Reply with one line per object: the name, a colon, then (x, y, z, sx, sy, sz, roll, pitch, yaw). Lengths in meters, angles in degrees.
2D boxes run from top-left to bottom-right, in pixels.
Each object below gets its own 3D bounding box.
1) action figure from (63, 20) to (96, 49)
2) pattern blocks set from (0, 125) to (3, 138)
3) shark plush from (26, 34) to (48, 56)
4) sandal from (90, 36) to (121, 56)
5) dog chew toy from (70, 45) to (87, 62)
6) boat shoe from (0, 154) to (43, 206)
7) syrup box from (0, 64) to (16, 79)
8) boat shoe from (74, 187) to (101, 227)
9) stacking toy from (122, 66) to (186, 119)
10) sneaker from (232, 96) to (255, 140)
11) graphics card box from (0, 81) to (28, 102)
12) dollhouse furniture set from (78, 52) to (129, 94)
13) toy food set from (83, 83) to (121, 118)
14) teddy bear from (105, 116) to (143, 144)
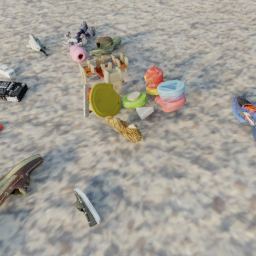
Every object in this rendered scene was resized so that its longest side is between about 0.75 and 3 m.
action figure: (-2.577, -4.758, 14.650, 1.365, 0.728, 2.099, 23, 53, 13)
pattern blocks set: (-5.336, 0.382, 10.124, 1.427, 0.116, 1.254, -5, 47, -5)
shark plush: (-4.509, -4.237, 14.274, 1.678, 0.762, 0.699, 33, 24, 33)
sandal: (-1.145, -4.111, 13.606, 1.095, 0.787, 2.758, -3, 32, 19)
dog chew toy: (-2.470, -3.673, 13.622, 0.736, 0.736, 1.182, -20, 42, -18)
boat shoe: (-3.395, 1.729, 8.495, 0.856, 0.858, 2.380, 47, 46, 0)
syrup box: (-5.558, -2.598, 12.829, 0.810, 0.330, 0.319, 27, 53, 25)
boat shoe: (-1.269, 2.275, 8.102, 0.369, 0.448, 1.305, -28, 55, -24)
stacking toy: (0.915, -1.488, 10.874, 2.196, 1.025, 2.426, -23, 33, -16)
sneaker: (4.771, -0.440, 10.325, 0.926, 0.964, 2.457, -15, 48, -15)
graphics card box: (-5.103, -1.564, 11.807, 1.473, 0.375, 0.924, 4, 46, 6)
dollhouse furniture set: (-0.915, -2.363, 12.357, 2.062, 1.062, 2.040, -17, 37, -16)
toy food set: (-1.163, -1.019, 10.577, 0.722, 1.300, 2.210, -3, 3, 35)
teddy bear: (-0.118, -0.036, 9.747, 0.573, 1.245, 1.718, -53, 21, -4)
